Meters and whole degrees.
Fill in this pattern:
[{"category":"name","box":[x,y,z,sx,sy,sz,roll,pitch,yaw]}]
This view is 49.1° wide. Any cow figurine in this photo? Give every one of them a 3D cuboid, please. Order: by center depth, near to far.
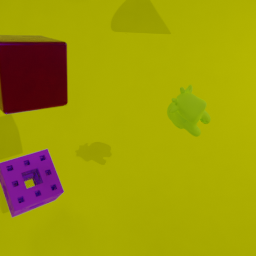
[{"category":"cow figurine","box":[0.849,-0.275,4.249,0.917,0.932,0.511,41,84,-30]}]

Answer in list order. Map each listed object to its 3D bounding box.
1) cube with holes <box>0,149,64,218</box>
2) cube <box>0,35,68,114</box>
[{"category":"cube with holes","box":[-1.881,1.061,5.357,0.881,0.881,0.881,-17,75,-31]},{"category":"cube","box":[-1.387,-0.763,3.771,0.857,0.857,0.857,-13,118,-36]}]
